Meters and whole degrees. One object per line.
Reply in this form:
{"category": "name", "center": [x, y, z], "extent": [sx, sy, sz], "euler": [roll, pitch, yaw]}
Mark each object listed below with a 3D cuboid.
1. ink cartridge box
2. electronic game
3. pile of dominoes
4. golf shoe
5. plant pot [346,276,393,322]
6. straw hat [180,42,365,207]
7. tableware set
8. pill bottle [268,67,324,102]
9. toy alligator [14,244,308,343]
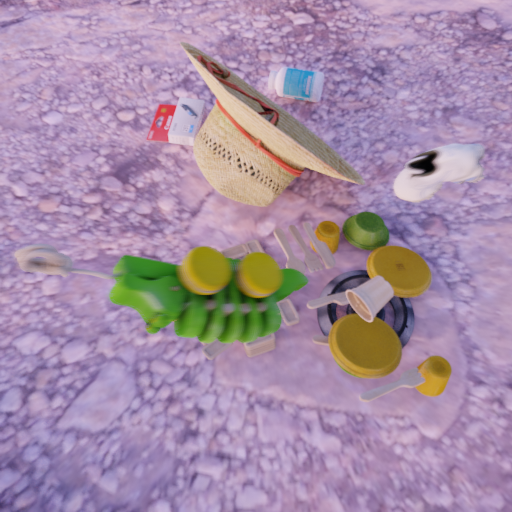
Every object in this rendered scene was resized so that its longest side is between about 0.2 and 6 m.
{"category": "ink cartridge box", "center": [-1.863, -3.149, 12.990], "extent": [1.143, 0.290, 1.297], "euler": [7, 55, 3]}
{"category": "electronic game", "center": [1.962, 1.043, 10.048], "extent": [1.750, 0.364, 1.750], "euler": [1, 61, -1]}
{"category": "pile of dominoes", "center": [-0.391, 0.826, 10.357], "extent": [1.803, 0.368, 2.314], "euler": [-18, 49, -11]}
{"category": "golf shoe", "center": [2.649, -1.380, 8.906], "extent": [0.938, 1.928, 0.755], "euler": [6, 78, -22]}
{"category": "plant pot", "center": [1.804, 0.625, 8.697], "extent": [0.553, 0.604, 0.604], "euler": [-35, 62, -12]}
{"category": "straw hat", "center": [-0.144, -2.111, 11.217], "extent": [4.453, 4.453, 1.885], "euler": [47, 109, 27]}
{"category": "tableware set", "center": [2.077, 0.766, 10.091], "extent": [2.656, 0.605, 3.943], "euler": [-13, 52, -18]}
{"category": "pill bottle", "center": [0.948, -4.121, 13.408], "extent": [1.260, 0.698, 0.698], "euler": [12, 56, 8]}
{"category": "toy alligator", "center": [-0.897, 0.547, 6.719], "extent": [3.729, 1.106, 1.012], "euler": [5, 60, -31]}
